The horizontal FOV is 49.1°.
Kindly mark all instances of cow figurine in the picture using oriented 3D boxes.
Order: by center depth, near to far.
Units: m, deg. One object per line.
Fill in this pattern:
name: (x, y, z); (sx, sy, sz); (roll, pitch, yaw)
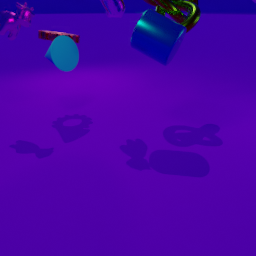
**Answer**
cow figurine: (-0.400, -3.463, 7.310); (0.687, 1.251, 1.231); (-35, 32, -8)
cow figurine: (-3.073, -2.939, 7.525); (1.105, 1.087, 0.606); (40, 9, 29)

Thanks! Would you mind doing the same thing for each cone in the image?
cone: (-2.219, -2.212, 8.498); (1.025, 1.021, 1.021); (6, 23, 39)

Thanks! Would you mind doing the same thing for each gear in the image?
gear: (-2.225, -2.959, 9.089); (1.305, 0.241, 1.305); (7, 19, -3)

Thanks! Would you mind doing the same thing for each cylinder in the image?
cylinder: (0.743, -2.216, 6.896); (1.025, 1.025, 1.025); (31, 31, 8)

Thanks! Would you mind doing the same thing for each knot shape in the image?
knot shape: (1.460, -3.648, 8.390); (1.904, 0.940, 2.035); (-30, 73, -31)

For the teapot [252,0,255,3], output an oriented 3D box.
teapot: (3.920, -3.857, 7.798); (0.678, 0.861, 1.384); (-12, 55, -41)
